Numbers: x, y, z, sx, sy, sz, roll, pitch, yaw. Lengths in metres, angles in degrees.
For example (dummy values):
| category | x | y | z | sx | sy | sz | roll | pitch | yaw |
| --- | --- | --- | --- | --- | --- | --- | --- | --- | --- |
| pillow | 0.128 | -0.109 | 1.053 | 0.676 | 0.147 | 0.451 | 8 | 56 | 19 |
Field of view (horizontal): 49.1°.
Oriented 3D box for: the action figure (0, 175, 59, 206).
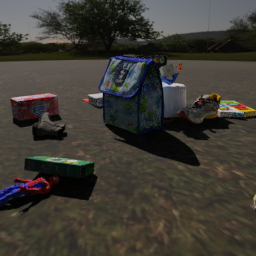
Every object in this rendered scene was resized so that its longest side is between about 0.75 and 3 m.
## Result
| category | x | y | z | sx | sy | sz | roll | pitch | yaw |
| --- | --- | --- | --- | --- | --- | --- | --- | --- | --- |
| action figure | -2.241 | 1.284 | 5.909 | 1.642 | 0.424 | 0.537 | -9 | 17 | -34 |

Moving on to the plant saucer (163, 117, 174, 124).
| category | x | y | z | sx | sy | sz | roll | pitch | yaw |
| --- | --- | --- | --- | --- | --- | --- | --- | --- | --- |
| plant saucer | 1.357 | -0.349 | 11.429 | 1.037 | 0.166 | 1.037 | 1 | 17 | 0 |

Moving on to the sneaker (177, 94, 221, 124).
| category | x | y | z | sx | sy | sz | roll | pitch | yaw |
| --- | --- | --- | --- | --- | --- | --- | --- | --- | --- |
| sneaker | 2.912 | -0.883 | 11.411 | 2.485 | 1.021 | 0.967 | -18 | 41 | -42 |

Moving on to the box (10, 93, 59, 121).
| category | x | y | z | sx | sy | sz | roll | pitch | yaw |
| --- | --- | --- | --- | --- | --- | --- | --- | --- | --- |
| box | -4.048 | -0.951 | 12.214 | 1.799 | 0.852 | 0.923 | -14 | 22 | -38 |

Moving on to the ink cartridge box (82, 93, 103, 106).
| category | x | y | z | sx | sy | sz | roll | pitch | yaw |
| --- | --- | --- | --- | --- | --- | --- | --- | --- | --- |
| ink cartridge box | -1.157 | -1.690 | 15.251 | 2.200 | 0.479 | 1.910 | -10 | 21 | -30 |

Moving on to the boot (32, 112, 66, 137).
| category | x | y | z | sx | sy | sz | roll | pitch | yaw |
| --- | --- | --- | --- | --- | --- | --- | --- | --- | --- |
| boot | -2.754 | -0.083 | 10.194 | 1.051 | 0.545 | 1.608 | 4 | 25 | -3 |

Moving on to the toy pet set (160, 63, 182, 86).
| category | x | y | z | sx | sy | sz | roll | pitch | yaw |
| --- | --- | --- | --- | --- | --- | --- | --- | --- | --- |
| toy pet set | 1.676 | -2.128 | 11.563 | 1.459 | 0.775 | 1.362 | -17 | 2 | -6 |

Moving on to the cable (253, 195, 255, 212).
| category | x | y | z | sx | sy | sz | roll | pitch | yaw |
| --- | --- | --- | --- | --- | --- | --- | --- | --- | --- |
| cable | 3.290 | 1.172 | 5.621 | 1.417 | 0.734 | 2.917 | 8 | 19 | 23 |

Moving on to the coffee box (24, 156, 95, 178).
| category | x | y | z | sx | sy | sz | roll | pitch | yaw |
| --- | --- | --- | --- | --- | --- | --- | --- | --- | --- |
| coffee box | -1.630 | 0.921 | 6.766 | 1.450 | 0.319 | 0.892 | 5 | 0 | 14 |

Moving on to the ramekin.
| category | x | y | z | sx | sy | sz | roll | pitch | yaw |
| --- | --- | --- | --- | --- | --- | --- | --- | --- | --- |
| ramekin | 1.355 | -1.326 | 12.440 | 2.621 | 1.278 | 2.621 | 2 | 14 | -1 |

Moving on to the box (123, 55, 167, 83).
| category | x | y | z | sx | sy | sz | roll | pitch | yaw |
| --- | --- | --- | --- | --- | --- | --- | --- | --- | --- |
| box | 0.936 | -2.906 | 15.902 | 2.494 | 2.408 | 0.592 | 3 | 16 | 5 |

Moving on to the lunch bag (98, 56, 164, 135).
| category | x | y | z | sx | sy | sz | roll | pitch | yaw |
| --- | --- | --- | --- | --- | --- | --- | --- | --- | --- |
| lunch bag | 0.119 | -1.276 | 10.352 | 1.648 | 2.586 | 2.198 | -14 | 23 | -40 |

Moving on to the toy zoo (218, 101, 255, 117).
| category | x | y | z | sx | sy | sz | roll | pitch | yaw |
| --- | --- | --- | --- | --- | --- | --- | --- | --- | --- |
| toy zoo | 4.704 | -0.875 | 12.972 | 1.668 | 0.260 | 2.542 | -2 | 17 | -6 |
